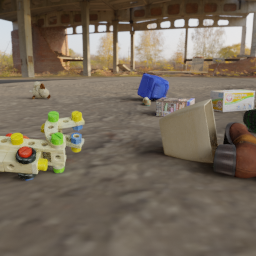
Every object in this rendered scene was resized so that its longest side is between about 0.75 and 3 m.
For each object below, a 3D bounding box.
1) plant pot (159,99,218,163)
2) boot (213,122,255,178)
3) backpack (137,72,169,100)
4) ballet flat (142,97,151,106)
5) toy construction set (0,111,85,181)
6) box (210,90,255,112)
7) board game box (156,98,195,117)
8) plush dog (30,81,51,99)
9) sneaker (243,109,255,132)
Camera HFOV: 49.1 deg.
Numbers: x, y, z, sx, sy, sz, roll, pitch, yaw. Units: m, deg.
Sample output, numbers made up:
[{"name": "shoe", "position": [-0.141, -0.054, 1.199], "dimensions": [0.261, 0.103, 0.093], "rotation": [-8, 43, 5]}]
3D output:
[{"name": "plant pot", "position": [1.310, 0.079, 6.076], "dimensions": [1.026, 1.159, 1.157], "rotation": [-8, 9, 25]}, {"name": "boot", "position": [2.811, 0.442, 5.135], "dimensions": [2.099, 0.719, 1.976], "rotation": [7, 14, 25]}, {"name": "backpack", "position": [1.504, -2.088, 15.150], "dimensions": [1.370, 1.326, 1.632], "rotation": [34, 22, 31]}, {"name": "ballet flat", "position": [0.924, -1.322, 13.741], "dimensions": [0.380, 0.352, 1.079], "rotation": [-2, 13, -9]}, {"name": "toy construction set", "position": [-1.944, 0.287, 5.102], "dimensions": [2.210, 1.018, 1.449], "rotation": [-6, 36, 5]}, {"name": "box", "position": [4.465, -1.189, 12.039], "dimensions": [1.634, 0.828, 0.919], "rotation": [-5, 12, -19]}, {"name": "board game box", "position": [1.823, -0.788, 10.732], "dimensions": [1.291, 0.625, 1.029], "rotation": [4, 13, 20]}, {"name": "plush dog", "position": [-4.891, -2.009, 15.831], "dimensions": [0.967, 1.126, 0.904], "rotation": [-3, 43, 33]}, {"name": "sneaker", "position": [4.173, -0.108, 8.001], "dimensions": [1.728, 0.674, 0.736], "rotation": [20, 14, 33]}]
